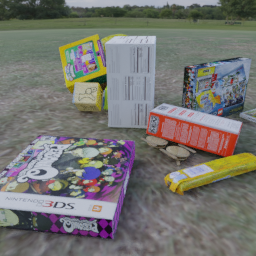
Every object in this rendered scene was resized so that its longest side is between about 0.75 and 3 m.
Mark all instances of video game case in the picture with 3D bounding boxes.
[{"bbox_3d":[4.920,-0.372,9.597,1.553,0.171,1.414,-14,28,-27],"label":"video game case"},{"bbox_3d":[-1.300,1.023,6.019,2.619,0.517,2.889,4,24,8],"label":"video game case"}]

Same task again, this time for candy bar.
[{"bbox_3d":[2.094,0.962,6.413,2.781,0.308,0.693,-11,23,-23],"label":"candy bar"}]

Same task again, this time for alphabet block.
[{"bbox_3d":[-1.432,-1.111,10.086,0.859,0.839,0.844,3,-14,7],"label":"alphabet block"}]

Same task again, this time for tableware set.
[{"bbox_3d":[1.022,0.551,7.396,0.869,0.264,1.315,-9,27,-41],"label":"tableware set"}]

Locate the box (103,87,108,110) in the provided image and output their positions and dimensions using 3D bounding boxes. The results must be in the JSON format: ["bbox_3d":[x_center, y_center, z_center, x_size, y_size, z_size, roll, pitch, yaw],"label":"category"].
[{"bbox_3d":[-0.706,-1.247,10.780,0.309,0.792,1.298,7,25,3],"label":"box"}]

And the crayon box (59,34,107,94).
[{"bbox_3d":[-1.667,-2.484,10.814,1.668,0.564,1.934,-18,66,6],"label":"crayon box"}]

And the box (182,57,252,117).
[{"bbox_3d":[2.994,-1.267,9.461,2.789,1.905,0.526,-16,29,-32],"label":"box"}]

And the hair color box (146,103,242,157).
[{"bbox_3d":[1.827,-0.004,7.755,2.335,0.715,1.185,17,23,22],"label":"hair color box"}]

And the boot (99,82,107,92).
[{"bbox_3d":[-0.215,-2.241,12.980,2.270,0.836,1.756,0,24,0],"label":"boot"}]

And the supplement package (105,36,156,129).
[{"bbox_3d":[0.157,-1.584,9.268,1.457,2.627,2.046,2,24,5],"label":"supplement package"}]

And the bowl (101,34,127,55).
[{"bbox_3d":[-0.488,-2.941,12.073,1.960,1.960,1.055,-11,65,-23],"label":"bowl"}]
